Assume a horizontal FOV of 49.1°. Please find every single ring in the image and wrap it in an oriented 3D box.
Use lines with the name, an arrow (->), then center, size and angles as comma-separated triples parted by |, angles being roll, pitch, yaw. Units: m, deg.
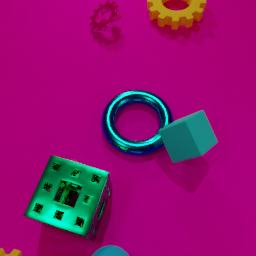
ring -> 0.239, -0.173, 7.149 | 1.860, 0.372, 1.860 | 0, 64, 0

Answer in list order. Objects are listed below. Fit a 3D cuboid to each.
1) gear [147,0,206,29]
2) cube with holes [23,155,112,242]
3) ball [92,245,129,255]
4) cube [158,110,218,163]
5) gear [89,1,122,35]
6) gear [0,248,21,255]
gear -> 1.507, -3.862, 8.770 | 1.771, 0.327, 1.771 | -2, 63, 3
cube with holes -> -1.144, 1.504, 5.856 | 1.249, 1.249, 1.249 | 16, 65, 7
ball -> -0.333, 2.673, 5.259 | 0.863, 0.863, 0.863 | 0, 64, 0
cube -> 1.359, 0.194, 6.333 | 0.820, 0.820, 0.820 | -26, 91, -45
gear -> -0.693, -3.343, 8.483 | 1.050, 0.194, 1.050 | -11, 66, 27
gear -> -2.166, 2.931, 5.200 | 1.419, 0.262, 1.419 | 3, 106, 10
